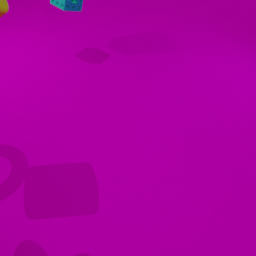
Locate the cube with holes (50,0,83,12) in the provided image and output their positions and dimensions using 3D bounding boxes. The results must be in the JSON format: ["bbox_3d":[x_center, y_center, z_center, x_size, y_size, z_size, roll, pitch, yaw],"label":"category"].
[{"bbox_3d":[-1.939,-4.237,8.981,0.726,0.726,0.726,35,35,26],"label":"cube with holes"}]

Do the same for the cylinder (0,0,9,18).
[{"bbox_3d":[-2.754,-1.990,4.295,1.238,1.238,1.238,-32,46,8],"label":"cylinder"}]
